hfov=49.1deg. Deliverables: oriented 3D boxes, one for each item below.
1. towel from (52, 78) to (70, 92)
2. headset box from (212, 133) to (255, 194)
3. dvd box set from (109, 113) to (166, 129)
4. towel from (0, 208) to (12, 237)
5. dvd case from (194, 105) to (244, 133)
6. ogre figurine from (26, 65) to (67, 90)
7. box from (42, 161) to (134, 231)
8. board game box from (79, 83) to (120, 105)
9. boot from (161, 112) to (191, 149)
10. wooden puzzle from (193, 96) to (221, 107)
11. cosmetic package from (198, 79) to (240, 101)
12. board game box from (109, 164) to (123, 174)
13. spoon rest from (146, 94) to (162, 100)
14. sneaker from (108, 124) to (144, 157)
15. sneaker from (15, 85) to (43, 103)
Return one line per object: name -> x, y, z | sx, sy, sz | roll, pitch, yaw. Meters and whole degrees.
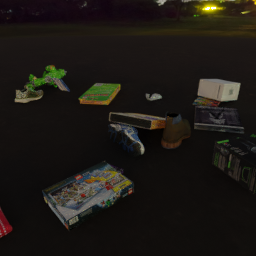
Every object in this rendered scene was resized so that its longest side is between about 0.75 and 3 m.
towel -> -3.581, -2.305, 14.933 | 0.142, 0.878, 1.195 | -46, 32, -17
headset box -> 3.465, 0.876, 7.825 | 1.520, 0.810, 1.746 | -9, 25, -21
dvd box set -> 0.544, -0.280, 10.235 | 1.620, 0.326, 2.214 | 12, 7, 25
towel -> -4.119, 2.083, 5.659 | 2.887, 0.325, 2.088 | -17, 29, -34
dvd case -> 3.685, -0.409, 11.580 | 1.809, 0.194, 2.433 | 5, 24, 12
ogre figurine -> -4.591, -2.926, 16.304 | 1.514, 1.239, 2.525 | -9, 3, 27
box -> -0.930, 1.517, 6.672 | 1.796, 0.338, 1.227 | -23, 34, -32
board game box -> -1.407, -1.773, 14.481 | 1.433, 0.450, 3.000 | 4, 21, 10
boot -> 1.798, -0.178, 9.917 | 0.834, 1.082, 2.233 | 10, 25, 21
wooden puzzle -> 3.868, -1.278, 13.671 | 1.111, 0.132, 1.873 | 12, 26, 26
cosmetic package -> 4.517, -1.918, 13.971 | 1.422, 0.877, 1.426 | -8, 23, -38
board game box -> -0.684, 1.325, 7.633 | 0.655, 0.176, 1.092 | 9, 25, 30
spoon rest -> 1.290, -1.574, 14.251 | 0.529, 0.323, 1.064 | 23, 19, 40
sneaker -> 0.043, 0.269, 9.277 | 0.785, 0.771, 2.038 | -15, 28, -22
sneaker -> -4.923, -1.779, 14.033 | 0.660, 0.761, 1.718 | 12, 25, 25
